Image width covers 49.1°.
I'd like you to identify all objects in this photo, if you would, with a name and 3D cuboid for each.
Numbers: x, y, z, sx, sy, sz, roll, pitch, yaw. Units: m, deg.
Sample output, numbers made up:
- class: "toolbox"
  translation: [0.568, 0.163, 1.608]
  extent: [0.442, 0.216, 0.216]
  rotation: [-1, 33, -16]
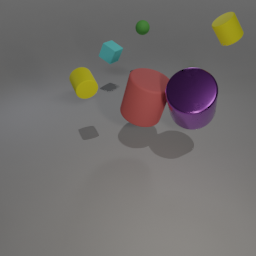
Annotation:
- class: "cube"
  translation: [-0.772, -3.422, 12.649]
  extent: [0.700, 0.700, 0.700]
  rotation: [37, 39, 11]
- class: "ball"
  translation: [0.720, -4.970, 13.860]
  extent: [0.700, 0.700, 0.700]
  rotation: [0, 33, 0]
- class: "cylinder"
  translation: [1.861, -0.812, 8.166]
  extent: [1.400, 1.400, 1.400]
  rotation: [-4, 71, 13]
- class: "cylinder"
  translation: [-1.353, -1.370, 8.528]
  extent: [0.700, 0.700, 0.700]
  rotation: [-14, 51, -21]
- class: "cylinder"
  translation: [2.952, -2.933, 8.306]
  extent: [0.700, 0.700, 0.700]
  rotation: [-30, 31, 20]
- class: "cylinder"
  translation: [0.564, -0.988, 9.087]
  extent: [1.400, 1.400, 1.400]
  rotation: [10, 40, -9]
